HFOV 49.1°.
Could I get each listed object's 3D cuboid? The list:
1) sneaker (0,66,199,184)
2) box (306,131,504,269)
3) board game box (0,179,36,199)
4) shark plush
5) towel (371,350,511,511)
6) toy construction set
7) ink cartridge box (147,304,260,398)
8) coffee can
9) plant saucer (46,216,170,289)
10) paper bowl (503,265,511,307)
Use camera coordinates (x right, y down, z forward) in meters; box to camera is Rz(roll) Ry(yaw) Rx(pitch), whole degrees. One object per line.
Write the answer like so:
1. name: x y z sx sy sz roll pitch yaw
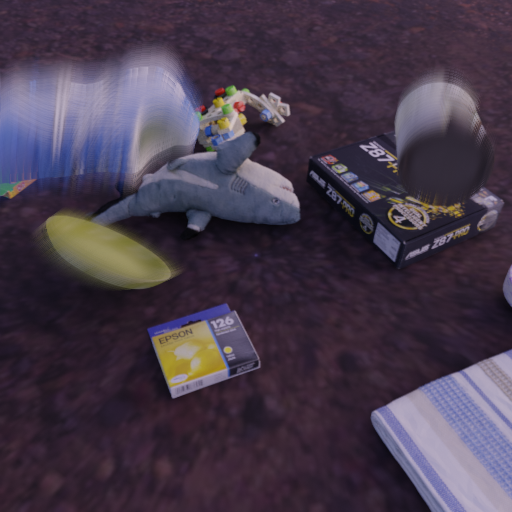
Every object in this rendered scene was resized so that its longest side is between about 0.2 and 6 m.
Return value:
1. sneaker: -2.046 -1.527 6.865 2.917 1.104 1.124 -27 56 -22
2. box: 2.341 -1.042 9.173 2.026 0.617 2.514 -19 47 -22
3. board game box: -4.200 -1.531 9.972 0.743 0.233 1.555 19 45 20
4. shark plush: -1.024 -0.911 8.765 3.299 1.499 1.374 -8 75 -14
5. towel: 2.796 2.041 6.217 2.582 0.307 1.897 -17 45 -20
6. toy construction set: -0.383 -2.661 10.586 1.397 0.982 2.131 6 30 41
7. ink cartridge box: -0.706 1.121 7.194 1.165 0.277 1.179 -17 48 -17
8. coffee can: 2.393 -1.500 7.324 1.118 1.118 1.527 7 35 7
9. plant saucer: -1.983 -0.007 7.434 1.728 0.268 1.728 27 11 -6
10. paper bowl: 3.907 0.516 7.608 1.039 0.541 1.039 0 44 0
